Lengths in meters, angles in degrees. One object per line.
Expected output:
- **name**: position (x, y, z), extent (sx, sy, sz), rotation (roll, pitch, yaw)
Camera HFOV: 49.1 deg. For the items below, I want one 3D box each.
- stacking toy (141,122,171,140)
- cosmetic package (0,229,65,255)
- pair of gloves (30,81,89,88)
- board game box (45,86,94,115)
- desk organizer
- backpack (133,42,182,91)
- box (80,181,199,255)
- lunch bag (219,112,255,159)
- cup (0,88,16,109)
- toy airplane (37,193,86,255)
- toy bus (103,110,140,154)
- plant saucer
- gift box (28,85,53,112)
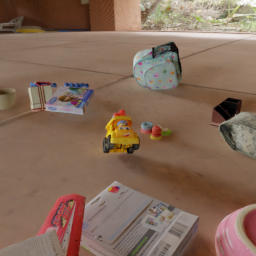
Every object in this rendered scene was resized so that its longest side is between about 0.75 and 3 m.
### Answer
- **stacking toy**: position (0.884, -0.022, 8.702), extent (0.801, 0.374, 0.885), rotation (-16, 28, -31)
- **cosmetic package**: position (-0.773, 2.208, 2.590), extent (0.963, 0.591, 2.333), rotation (-14, 43, -25)
- **pair of gloves**: position (-2.878, -1.782, 11.799), extent (2.369, 0.270, 1.904), rotation (-1, 7, -18)
- **board game box**: position (-2.058, -1.016, 10.072), extent (1.352, 0.279, 1.356), rotation (6, 37, 8)
- **desk organizer**: position (3.396, -0.544, 9.613), extent (0.560, 0.601, 1.561), rotation (16, 28, 33)
- **backpack**: position (1.312, -2.739, 13.053), extent (2.183, 1.919, 1.674), rotation (-4, 51, 18)
- **box**: position (0.067, 1.672, 4.740), extent (1.810, 0.373, 1.411), rotation (17, 31, 32)
- **lunch bag**: position (3.448, 0.135, 7.628), extent (1.622, 0.953, 1.330), rotation (27, 35, 38)
- **cup**: position (-4.783, -1.096, 10.816), extent (0.920, 0.658, 0.920), rotation (0, 23, 0)
- **toy airplane**: position (-1.568, 1.988, 3.601), extent (2.877, 0.529, 2.877), rotation (7, 35, -5)
- **toy bus**: position (-0.179, 0.053, 7.082), extent (0.806, 1.141, 1.188), rotation (4, -14, -13)
- **plant saucer**: position (2.387, 1.815, 4.319), extent (1.968, 0.499, 1.968), rotation (0, 23, 0)
- **gift box**: position (-3.243, -1.101, 10.587), extent (0.896, 0.907, 0.971), rotation (-10, 6, -18)
